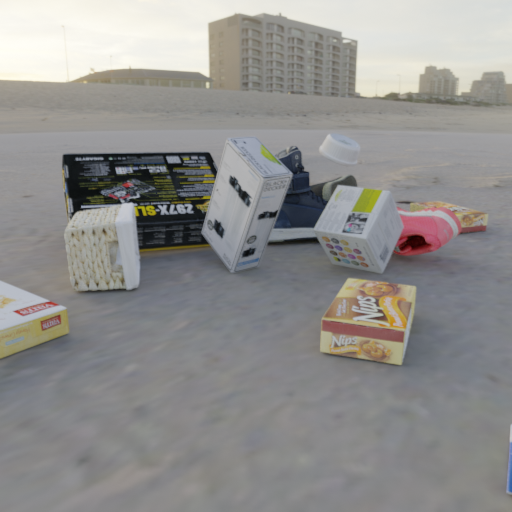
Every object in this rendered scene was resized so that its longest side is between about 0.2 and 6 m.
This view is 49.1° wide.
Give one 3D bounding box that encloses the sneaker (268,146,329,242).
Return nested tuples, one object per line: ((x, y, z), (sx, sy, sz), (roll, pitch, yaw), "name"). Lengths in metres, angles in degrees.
((1.325, -1.422, 12.603), (2.885, 2.085, 1.097), (-4, 7, -16), "sneaker")

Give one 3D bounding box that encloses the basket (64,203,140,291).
((-2.692, -0.180, 9.984), (1.122, 1.232, 1.818), (-6, 16, -10), "basket")

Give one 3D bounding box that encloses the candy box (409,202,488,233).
((4.769, -0.982, 14.008), (0.992, 0.475, 1.718), (-6, 17, -23), "candy box")

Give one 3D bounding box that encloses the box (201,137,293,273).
((-0.226, -0.913, 10.219), (0.655, 2.179, 1.271), (-13, 47, -34), "box")

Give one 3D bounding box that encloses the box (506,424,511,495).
((3.201, 1.777, 4.689), (1.951, 0.465, 1.190), (8, 17, 24), "box")

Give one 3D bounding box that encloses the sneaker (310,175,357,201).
((1.712, -1.518, 14.741), (1.539, 1.083, 2.897), (-5, 2, 27), "sneaker")

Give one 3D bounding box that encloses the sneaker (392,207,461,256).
((2.887, -0.464, 11.389), (2.345, 0.864, 1.017), (-2, 34, 51), "sneaker")

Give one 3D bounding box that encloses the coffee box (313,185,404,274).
((1.926, -0.504, 10.462), (1.116, 1.127, 1.129), (12, 62, 36), "coffee box")

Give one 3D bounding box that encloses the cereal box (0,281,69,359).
((-3.960, 0.859, 7.782), (2.279, 0.450, 1.640), (12, 20, 35), "cereal box")

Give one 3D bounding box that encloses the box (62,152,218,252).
((-2.382, -1.262, 12.420), (3.529, 0.871, 2.818), (-5, 43, -20), "box")

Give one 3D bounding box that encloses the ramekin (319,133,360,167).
((1.891, -2.387, 12.469), (0.914, 0.426, 0.914), (16, 29, -9), "ramekin")

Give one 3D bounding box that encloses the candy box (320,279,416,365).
((1.602, 0.842, 7.765), (1.046, 0.501, 1.811), (6, 17, 19), "candy box")
